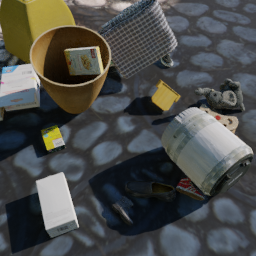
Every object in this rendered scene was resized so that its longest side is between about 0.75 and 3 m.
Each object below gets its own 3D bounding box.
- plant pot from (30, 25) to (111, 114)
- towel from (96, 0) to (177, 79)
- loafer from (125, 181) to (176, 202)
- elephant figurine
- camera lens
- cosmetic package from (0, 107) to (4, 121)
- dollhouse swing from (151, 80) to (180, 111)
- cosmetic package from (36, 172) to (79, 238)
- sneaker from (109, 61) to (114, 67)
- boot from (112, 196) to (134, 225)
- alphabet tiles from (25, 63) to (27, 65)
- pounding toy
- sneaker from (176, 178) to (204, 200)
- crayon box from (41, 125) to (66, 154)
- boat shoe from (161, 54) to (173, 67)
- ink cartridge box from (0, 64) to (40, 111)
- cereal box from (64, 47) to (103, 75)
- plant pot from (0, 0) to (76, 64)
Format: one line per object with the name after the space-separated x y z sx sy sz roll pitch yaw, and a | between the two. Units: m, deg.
-1.922 -1.693 9.779 2.466 2.646 2.466 3 62 -7 | plant pot
0.325 -3.412 10.871 2.725 2.256 1.166 -30 46 13 | towel
0.678 1.791 8.402 1.548 0.560 0.564 5 52 5 | loafer
3.424 -1.036 10.427 1.683 1.191 1.306 -31 42 -31 | elephant figurine
2.359 0.713 8.454 1.843 1.843 2.304 -28 55 -21 | camera lens
-5.164 -0.943 10.687 0.783 0.529 1.489 -7 51 -6 | cosmetic package
1.387 -1.235 10.880 0.942 0.828 0.856 36 12 -9 | dollhouse swing
-2.033 2.165 8.023 0.841 0.663 1.563 -16 52 -12 | cosmetic package
-0.705 -3.419 12.159 2.402 1.417 0.884 -5 50 -4 | sneaker
-0.017 2.361 8.129 0.547 0.290 0.831 -30 61 -29 | boot
-4.148 -2.793 12.528 0.897 0.065 0.877 22 55 17 | alphabet tiles
3.220 -0.240 9.751 1.070 1.074 1.872 -33 58 -20 | pounding toy
1.957 1.834 8.532 0.875 0.312 0.492 22 57 20 | sneaker
-2.614 0.387 9.771 0.615 0.246 0.969 -19 53 -15 | crayon box
1.679 -3.271 12.681 0.443 0.436 1.230 -16 52 -13 | boat shoe
-4.197 -1.463 10.951 1.317 0.776 2.288 -9 51 -7 | ink cartridge box
-1.305 -1.970 8.297 1.076 0.774 0.213 1 30 21 | cereal box
-4.037 -4.718 12.389 2.613 2.691 2.630 33 57 25 | plant pot
